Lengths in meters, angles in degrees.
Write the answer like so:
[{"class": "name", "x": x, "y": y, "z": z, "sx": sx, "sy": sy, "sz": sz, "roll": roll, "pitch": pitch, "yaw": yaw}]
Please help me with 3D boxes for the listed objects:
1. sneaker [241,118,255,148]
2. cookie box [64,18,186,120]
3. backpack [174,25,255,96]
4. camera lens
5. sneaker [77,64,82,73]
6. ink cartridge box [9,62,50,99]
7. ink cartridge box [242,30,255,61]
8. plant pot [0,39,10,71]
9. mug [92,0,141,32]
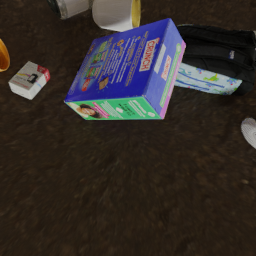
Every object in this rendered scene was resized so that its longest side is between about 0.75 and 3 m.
[{"class": "sneaker", "x": 4.660, "y": 0.191, "z": 8.222, "sx": 2.535, "sy": 0.957, "sz": 1.443, "roll": 33, "pitch": 67, "yaw": 9}, {"class": "cookie box", "x": -0.109, "y": -1.556, "z": 8.106, "sx": 2.954, "sy": 1.110, "sz": 2.527, "roll": 1, "pitch": 62, "yaw": 40}, {"class": "backpack", "x": 2.391, "y": -2.223, "z": 8.992, "sx": 2.773, "sy": 2.132, "sz": 2.262, "roll": 13, "pitch": 70, "yaw": -13}, {"class": "camera lens", "x": -2.058, "y": -5.181, "z": 10.518, "sx": 2.028, "sy": 1.622, "sz": 1.622, "roll": -28, "pitch": 67, "yaw": -12}, {"class": "sneaker", "x": -1.368, "y": -1.516, "z": 9.225, "sx": 0.632, "sy": 0.414, "sz": 1.095, "roll": 7, "pitch": 95, "yaw": -34}, {"class": "ink cartridge box", "x": -3.249, "y": -1.587, "z": 9.293, "sx": 0.798, "sy": 0.453, "sz": 1.095, "roll": 23, "pitch": 58, "yaw": 9}, {"class": "ink cartridge box", "x": 5.329, "y": -2.672, "z": 9.873, "sx": 2.860, "sy": 0.561, "sz": 1.422, "roll": 6, "pitch": 63, "yaw": 2}, {"class": "plant pot", "x": -4.861, "y": -2.418, "z": 9.462, "sx": 1.109, "sy": 1.211, "sz": 1.211, "roll": -11, "pitch": 63, "yaw": 11}, {"class": "mug", "x": -0.395, "y": -4.257, "z": 10.402, "sx": 1.543, "sy": 1.880, "sz": 1.505, "roll": 6, "pitch": 96, "yaw": 13}]
